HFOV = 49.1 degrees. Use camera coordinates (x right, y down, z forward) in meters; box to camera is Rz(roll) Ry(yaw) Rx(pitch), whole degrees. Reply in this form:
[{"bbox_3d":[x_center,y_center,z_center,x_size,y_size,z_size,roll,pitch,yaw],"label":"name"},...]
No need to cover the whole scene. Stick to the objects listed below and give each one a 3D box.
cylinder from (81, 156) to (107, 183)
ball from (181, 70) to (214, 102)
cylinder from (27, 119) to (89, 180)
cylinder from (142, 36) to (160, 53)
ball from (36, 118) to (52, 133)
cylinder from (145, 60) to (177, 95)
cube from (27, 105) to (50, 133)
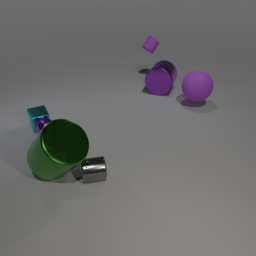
[{"bbox_3d":[-1.024,1.225,8.338,0.700,0.700,0.700,-7,31,-12],"label":"cylinder"},{"bbox_3d":[3.118,-1.892,12.594,1.400,1.400,1.400,0,30,0],"label":"ball"},{"bbox_3d":[-2.034,0.644,8.093,1.400,1.400,1.400,17,56,-28],"label":"cylinder"},{"bbox_3d":[1.257,-4.585,15.384,0.700,0.700,0.700,32,9,-5],"label":"cylinder"},{"bbox_3d":[-3.059,-0.019,10.477,0.700,0.700,0.700,0,30,0],"label":"ball"},{"bbox_3d":[1.679,-2.554,14.145,1.400,1.400,1.400,9,31,16],"label":"cylinder"},{"bbox_3d":[-3.479,-0.365,10.954,0.700,0.700,0.700,-16,44,-23],"label":"cube"}]
